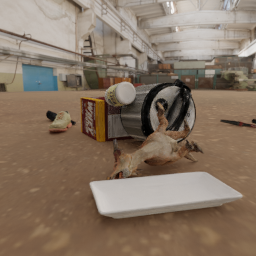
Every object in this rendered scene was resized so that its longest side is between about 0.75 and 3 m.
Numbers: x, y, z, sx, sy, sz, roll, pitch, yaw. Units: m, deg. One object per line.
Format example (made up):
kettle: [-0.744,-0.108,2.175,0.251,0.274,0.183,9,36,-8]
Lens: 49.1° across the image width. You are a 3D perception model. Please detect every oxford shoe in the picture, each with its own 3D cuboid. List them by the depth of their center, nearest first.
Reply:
oxford shoe: [-2.776,-0.283,11.332,0.706,0.736,1.994,0,10,-2]

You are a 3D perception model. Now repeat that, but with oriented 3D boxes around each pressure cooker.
pressure cooker: [0.962,-0.406,8.509,1.923,1.894,2.153,-17,11,-27]

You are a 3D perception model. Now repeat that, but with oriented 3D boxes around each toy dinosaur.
toy dinosaur: [0.589,0.531,6.262,1.735,1.099,2.560,-38,-28,21]

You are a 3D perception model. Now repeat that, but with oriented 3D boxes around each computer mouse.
computer mouse: [-3.246,-0.406,13.361,0.717,0.416,2.445,24,-3,-40]

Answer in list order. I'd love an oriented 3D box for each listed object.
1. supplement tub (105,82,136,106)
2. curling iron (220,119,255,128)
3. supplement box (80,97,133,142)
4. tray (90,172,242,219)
supplement tub: [-0.253,-0.989,8.345,0.654,0.654,0.902,-6,2,-30]
curling iron: [5.000,-0.241,12.395,1.832,0.234,0.454,3,49,39]
supplement box: [-0.480,-0.433,10.358,2.063,1.370,2.035,-5,11,-26]
tray: [0.571,1.123,4.713,2.304,0.256,1.237,-3,9,-14]
